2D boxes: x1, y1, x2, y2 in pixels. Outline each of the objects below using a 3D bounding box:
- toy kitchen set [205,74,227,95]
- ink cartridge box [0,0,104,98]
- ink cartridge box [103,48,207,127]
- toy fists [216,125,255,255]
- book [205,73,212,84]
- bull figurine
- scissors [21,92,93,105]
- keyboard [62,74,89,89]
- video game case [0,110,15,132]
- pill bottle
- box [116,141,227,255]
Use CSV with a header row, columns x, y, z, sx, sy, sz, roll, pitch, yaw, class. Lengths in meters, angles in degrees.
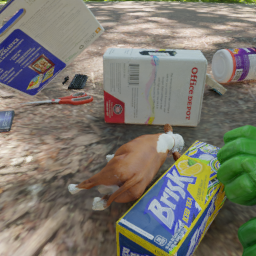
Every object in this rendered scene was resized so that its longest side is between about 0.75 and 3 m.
x,y,z,sx,sy,sz,roll,pitch,yaw,class
2.756,-1.470,10.483,1.307,1.047,0.770,29,19,-26,toy kitchen set
-1.850,-1.803,5.549,0.572,2.405,2.433,52,7,17,ink cartridge box
0.734,-1.219,8.324,2.802,2.042,1.161,3,28,3,ink cartridge box
2.278,1.185,4.245,1.419,0.957,2.784,-4,62,-7,toy fists
2.044,-2.482,11.988,1.705,0.613,2.552,-6,28,-30,book
0.111,0.706,5.392,1.612,0.865,2.655,-30,-3,26,bull figurine
-2.430,-0.924,9.707,2.422,0.169,0.886,-12,33,-23,scissors
-2.227,-1.941,11.550,1.012,0.164,1.592,1,28,1,keyboard
-4.338,-0.147,8.352,1.691,0.160,1.208,-6,30,-12,video game case
4.831,-2.623,11.550,2.398,1.336,1.336,-7,30,-13,pill bottle
1.014,1.315,4.970,0.992,0.910,2.831,20,35,31,box
